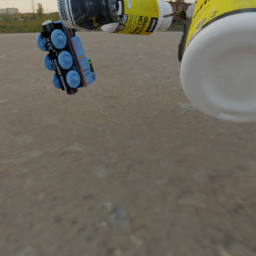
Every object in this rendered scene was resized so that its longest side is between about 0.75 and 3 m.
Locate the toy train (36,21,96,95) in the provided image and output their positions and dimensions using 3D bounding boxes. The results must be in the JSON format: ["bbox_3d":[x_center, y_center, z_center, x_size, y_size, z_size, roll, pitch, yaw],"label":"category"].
[{"bbox_3d":[-1.641,-1.917,7.555,0.866,1.997,1.141,3,31,35],"label":"toy train"}]

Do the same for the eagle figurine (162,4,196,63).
[{"bbox_3d":[1.888,-2.917,8.564,1.132,1.492,1.126,-19,-1,29],"label":"eagle figurine"}]

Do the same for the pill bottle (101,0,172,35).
[{"bbox_3d":[0.290,-3.909,9.615,2.399,1.349,1.349,-8,24,-30],"label":"pill bottle"}]

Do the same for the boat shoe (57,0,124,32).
[{"bbox_3d":[-0.554,-2.391,5.720,1.054,0.821,2.322,-2,22,7],"label":"boat shoe"}]

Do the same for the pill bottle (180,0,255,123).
[{"bbox_3d":[1.785,-1.558,4.421,1.576,1.576,2.832,7,46,16],"label":"pill bottle"}]
